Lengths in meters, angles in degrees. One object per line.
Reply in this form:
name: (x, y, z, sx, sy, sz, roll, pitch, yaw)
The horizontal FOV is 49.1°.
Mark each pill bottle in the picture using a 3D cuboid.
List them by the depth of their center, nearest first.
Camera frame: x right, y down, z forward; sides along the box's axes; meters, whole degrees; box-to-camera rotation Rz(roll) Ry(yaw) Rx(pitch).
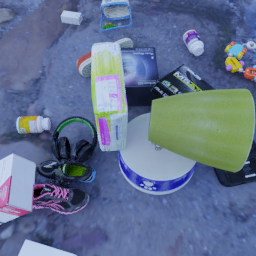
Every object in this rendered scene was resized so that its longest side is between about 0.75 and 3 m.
pill bottle: (-3.559, -0.132, 10.631, 1.134, 0.630, 0.630, -2, 55, -2)
pill bottle: (3.151, -4.044, 13.366, 0.706, 0.706, 1.256, -11, 56, -8)

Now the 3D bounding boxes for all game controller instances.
game controller: (4.078, 1.357, 9.778, 2.150, 0.453, 1.122, -10, 70, -7)

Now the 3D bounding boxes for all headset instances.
headset: (-1.975, 0.734, 9.672, 1.554, 1.182, 2.516, 9, 72, 7)

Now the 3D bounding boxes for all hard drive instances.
hard drive: (-2.568, 4.488, 7.532, 1.622, 0.323, 2.460, 13, 56, 9)

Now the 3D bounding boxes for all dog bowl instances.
dog bowl: (1.023, 0.818, 9.679, 2.737, 1.078, 2.737, -1, 55, 1)

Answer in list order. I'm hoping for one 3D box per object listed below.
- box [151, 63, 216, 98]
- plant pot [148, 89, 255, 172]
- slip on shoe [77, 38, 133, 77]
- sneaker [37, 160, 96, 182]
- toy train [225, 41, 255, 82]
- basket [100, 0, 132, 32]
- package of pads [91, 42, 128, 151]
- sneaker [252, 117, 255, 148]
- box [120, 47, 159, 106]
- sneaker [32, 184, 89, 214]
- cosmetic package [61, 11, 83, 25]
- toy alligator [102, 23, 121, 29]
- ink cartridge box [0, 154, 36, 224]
box: (2.471, -1.155, 10.514, 2.585, 0.614, 2.496, 42, 43, 10)
plant pot: (1.878, -0.068, 8.014, 2.526, 2.363, 2.363, 7, 55, 4)
slip on shoe: (-1.048, -3.339, 12.714, 2.926, 1.084, 0.895, -32, 56, -15)
sneaker: (-2.050, 1.332, 9.189, 1.974, 0.818, 0.700, 5, 63, 10)
toy train: (5.207, -2.924, 12.661, 1.728, 0.640, 2.301, 5, 58, 2)
basket: (-0.647, -5.904, 14.330, 1.664, 1.313, 1.887, -6, 80, 14)
package of pads: (-0.601, -1.008, 8.860, 0.971, 2.200, 2.848, -5, 59, -4)
sneaker: (5.164, -0.412, 10.343, 0.997, 1.173, 2.680, 23, 51, 16)
box: (0.109, -2.122, 11.565, 2.195, 1.353, 2.177, -2, 59, -1)
sneaker: (-2.314, 2.122, 8.804, 2.149, 1.025, 0.849, 2, 53, 0)
cosmetic package: (-2.978, -5.834, 14.810, 0.999, 0.424, 0.537, 11, 57, 9)
toy alligator: (-0.873, -5.283, 14.528, 1.040, 0.309, 0.282, -15, 15, -11)
ink cartridge box: (-3.887, 1.956, 8.360, 2.170, 0.915, 1.571, -26, 51, 23)
